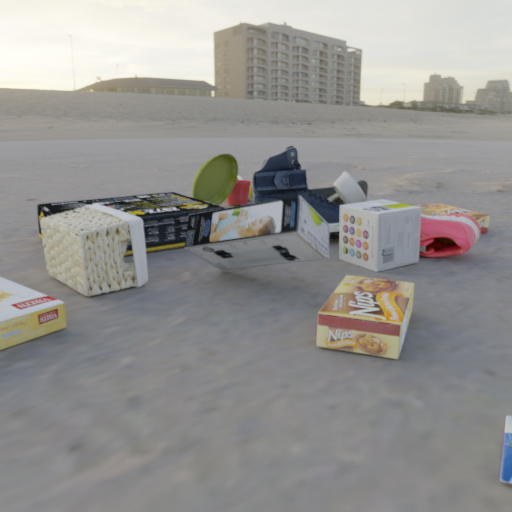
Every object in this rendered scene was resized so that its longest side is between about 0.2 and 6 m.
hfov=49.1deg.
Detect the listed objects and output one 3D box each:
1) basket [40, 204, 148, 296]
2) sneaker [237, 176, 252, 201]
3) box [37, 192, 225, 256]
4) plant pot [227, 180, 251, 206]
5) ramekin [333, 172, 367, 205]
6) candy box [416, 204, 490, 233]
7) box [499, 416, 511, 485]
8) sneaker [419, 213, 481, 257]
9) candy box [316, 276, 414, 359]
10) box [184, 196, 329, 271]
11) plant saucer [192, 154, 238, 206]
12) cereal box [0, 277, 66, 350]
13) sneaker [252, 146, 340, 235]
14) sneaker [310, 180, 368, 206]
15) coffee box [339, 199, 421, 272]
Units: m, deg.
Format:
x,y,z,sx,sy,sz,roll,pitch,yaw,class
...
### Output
x,y,z,sx,sy,sz,roll,pitch,yaw,class
-2.844,-0.127,9.714,1.122,1.232,1.818,-16,22,-40,basket
-0.745,-2.214,18.313,0.777,0.684,1.837,-6,17,-22,sneaker
-2.861,-0.764,12.748,3.529,0.871,2.818,-10,20,-32,box
-0.578,-1.935,17.120,0.830,0.735,0.830,1,12,0,plant pot
2.210,-1.524,13.349,0.426,0.914,0.914,-35,17,3,ramekin
4.797,-0.924,13.982,0.992,0.475,1.718,-5,15,-23,candy box
3.124,1.664,4.633,1.951,0.465,1.190,8,16,25,box
3.334,-0.440,11.584,2.345,0.864,1.017,3,31,31,sneaker
1.560,0.780,7.741,1.046,0.501,1.811,6,16,20,candy box
0.031,-0.331,9.592,2.179,0.655,1.271,-7,-23,30,box
-1.221,-2.140,15.979,0.278,1.791,1.791,35,32,28,plant saucer
-4.002,0.781,7.816,2.279,0.450,1.640,12,19,36,cereal box
1.294,-1.466,12.752,2.885,2.085,1.097,-3,-1,-14,sneaker
1.863,-1.509,14.907,1.539,1.083,2.897,13,21,31,sneaker
2.395,-0.433,10.945,1.129,1.127,1.116,-11,19,-30,coffee box
